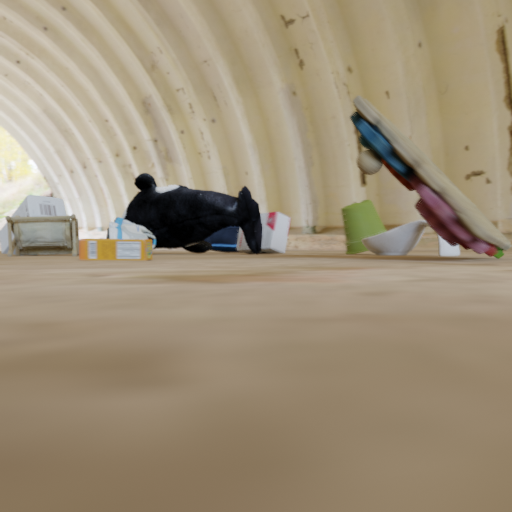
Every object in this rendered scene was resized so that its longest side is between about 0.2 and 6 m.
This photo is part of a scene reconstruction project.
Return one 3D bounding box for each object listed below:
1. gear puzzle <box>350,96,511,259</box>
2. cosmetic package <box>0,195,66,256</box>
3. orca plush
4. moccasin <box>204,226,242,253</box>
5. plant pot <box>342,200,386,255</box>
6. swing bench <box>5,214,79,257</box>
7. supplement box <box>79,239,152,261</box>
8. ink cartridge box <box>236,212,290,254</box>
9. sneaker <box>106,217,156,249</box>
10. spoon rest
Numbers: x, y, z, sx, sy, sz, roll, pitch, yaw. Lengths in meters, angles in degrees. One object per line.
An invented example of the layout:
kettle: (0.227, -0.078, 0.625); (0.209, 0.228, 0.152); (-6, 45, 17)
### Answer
gear puzzle: (2.086, -0.668, 6.497); (0.484, 1.914, 3.695); (-45, -21, 20)
cosmetic package: (-3.977, -0.517, 9.951); (0.685, 0.499, 1.347); (6, -29, -46)
orca plush: (-1.823, -0.414, 12.385); (4.506, 1.602, 2.371); (13, -37, 36)
moccasin: (-1.080, -0.669, 17.573); (2.899, 0.989, 1.167); (6, -11, 36)
plant pot: (2.340, -0.672, 12.361); (1.068, 1.014, 1.068); (-19, 6, 2)
swing bench: (-3.438, -0.318, 9.112); (1.034, 0.675, 1.040); (-2, 2, -16)
supplement box: (-1.403, -0.060, 5.615); (0.698, 0.240, 0.232); (3, 3, 8)
ink cartridge box: (0.152, -0.484, 12.373); (0.490, 0.845, 1.145); (17, -12, -39)
sneaker: (-2.366, -0.292, 10.714); (0.870, 0.753, 2.009); (7, 7, -11)
spoon rest: (2.752, -0.311, 10.083); (1.052, 0.642, 2.117); (0, 2, -25)
